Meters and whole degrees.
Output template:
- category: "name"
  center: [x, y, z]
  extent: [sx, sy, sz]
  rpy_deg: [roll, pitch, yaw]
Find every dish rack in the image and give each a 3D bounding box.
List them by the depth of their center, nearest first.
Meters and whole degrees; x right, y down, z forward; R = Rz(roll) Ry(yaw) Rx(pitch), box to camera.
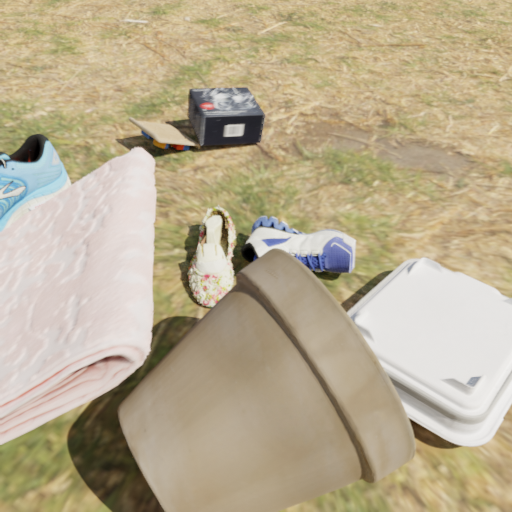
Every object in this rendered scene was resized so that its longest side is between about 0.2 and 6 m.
- category: "dish rack"
  center: [2.388, 0.963, 7.321]
  extent: [2.318, 0.588, 2.700]
  rpy_deg: [28, 41, 30]

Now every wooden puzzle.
- category: "wooden puzzle"
  center: [-1.951, -2.522, 11.830]
  extent: [1.221, 0.283, 1.131]
  rpy_deg: [0, 30, -49]

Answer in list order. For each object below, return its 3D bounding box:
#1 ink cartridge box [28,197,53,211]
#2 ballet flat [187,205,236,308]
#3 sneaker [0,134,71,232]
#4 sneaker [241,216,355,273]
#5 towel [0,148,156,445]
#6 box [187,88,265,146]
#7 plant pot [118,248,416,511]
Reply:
- category: "ink cartridge box"
  center: [-3.252, -0.598, 9.547]
  extent: [0.766, 0.444, 1.038]
  rpy_deg: [-30, 46, -35]
- category: "ballet flat"
  center: [-0.707, -0.073, 8.751]
  extent: [0.761, 0.643, 2.013]
  rpy_deg: [-4, 39, 1]
- category: "sneaker"
  center: [-4.572, -1.135, 9.462]
  extent: [1.210, 1.388, 3.086]
  rpy_deg: [17, 42, 20]
- category: "sneaker"
  center: [0.527, 0.066, 8.598]
  extent: [1.852, 0.748, 1.070]
  rpy_deg: [15, 44, 28]
- category: "towel"
  center: [-2.780, 0.501, 6.649]
  extent: [3.678, 0.621, 3.851]
  rpy_deg: [-28, 37, 12]
- category: "box"
  center: [-0.673, -3.014, 12.032]
  extent: [1.361, 0.708, 1.239]
  rpy_deg: [-7, 44, -19]
- category: "plant pot"
  center: [-0.066, 1.530, 5.621]
  extent: [2.193, 2.528, 2.528]
  rpy_deg: [-31, 46, -11]
